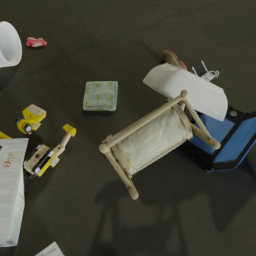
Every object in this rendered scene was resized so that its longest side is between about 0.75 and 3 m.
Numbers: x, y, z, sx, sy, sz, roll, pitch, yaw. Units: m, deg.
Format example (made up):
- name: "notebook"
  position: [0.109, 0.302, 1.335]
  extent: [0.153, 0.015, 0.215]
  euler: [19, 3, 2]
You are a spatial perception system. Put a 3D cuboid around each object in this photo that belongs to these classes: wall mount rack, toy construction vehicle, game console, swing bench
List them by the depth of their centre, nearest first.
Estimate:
- name: "swing bench"
  position: [0.593, 0.318, 6.775]
  extent: [2.192, 2.204, 1.430]
  euler: [-33, 94, -2]
- name: "game console"
  position: [2.624, 0.005, 7.908]
  extent: [2.004, 1.389, 2.348]
  euler: [34, 69, 26]
- name: "toy construction vehicle"
  position: [-2.922, 0.524, 8.231]
  extent: [2.004, 0.810, 2.301]
  euler: [23, 61, 21]
- name: "wall mount rack"
  position: [2.883, -2.075, 10.509]
  extent: [0.970, 0.362, 0.843]
  euler: [-35, 59, -26]

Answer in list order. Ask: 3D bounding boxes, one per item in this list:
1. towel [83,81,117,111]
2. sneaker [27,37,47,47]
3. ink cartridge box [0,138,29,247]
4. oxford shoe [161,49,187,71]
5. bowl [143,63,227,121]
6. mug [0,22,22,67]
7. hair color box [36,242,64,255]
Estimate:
- name: "towel"
  position: [-0.951, -1.151, 9.789]
  extent: [1.144, 0.322, 1.336]
  euler: [1, 51, 0]
- name: "sneaker"
  position: [-3.846, -3.558, 11.792]
  extent: [0.901, 0.332, 0.391]
  euler: [8, 65, 11]
- name: "ink cartridge box"
  position: [-3.846, 1.611, 7.300]
  extent: [2.257, 0.666, 2.819]
  euler: [-3, 52, 0]
- name: "oxford shoe"
  position: [1.649, -2.534, 10.800]
  extent: [0.533, 0.502, 1.424]
  euler: [-29, 56, -15]
- name: "bowl"
  position: [1.661, -1.113, 7.909]
  extent: [2.193, 0.818, 2.190]
  euler: [23, 13, -16]
- name: "mug"
  position: [-5.235, -3.167, 10.771]
  extent: [1.883, 1.585, 2.147]
  euler: [-4, 24, 10]
- name: "hair color box"
  position: [-1.452, 3.340, 5.791]
  extent: [0.891, 0.529, 1.631]
  euler: [-32, 60, -22]
